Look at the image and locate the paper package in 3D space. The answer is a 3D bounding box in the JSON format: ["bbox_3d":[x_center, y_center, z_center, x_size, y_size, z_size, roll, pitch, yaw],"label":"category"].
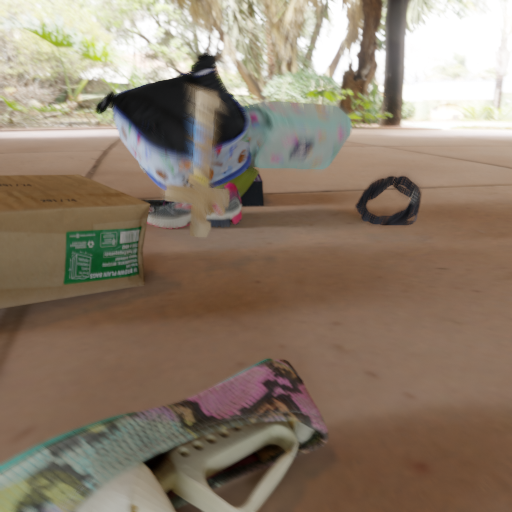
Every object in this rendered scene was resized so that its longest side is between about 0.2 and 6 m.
[{"bbox_3d":[-3.319,-0.332,8.313,2.631,1.361,2.508,-8,23,-44],"label":"paper package"}]

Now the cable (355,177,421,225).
[{"bbox_3d":[2.632,-1.110,11.262,1.276,1.041,0.324,1,-13,22],"label":"cable"}]

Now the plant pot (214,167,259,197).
[{"bbox_3d":[-0.807,-1.650,13.172,1.280,1.368,1.280,27,14,-7],"label":"plant pot"}]

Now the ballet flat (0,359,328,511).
[{"bbox_3d":[-0.524,1.486,3.820,2.736,0.946,0.974,-13,41,-39],"label":"ballet flat"}]

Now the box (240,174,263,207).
[{"bbox_3d":[-0.512,-1.845,15.287,1.301,0.727,1.843,-4,17,-3],"label":"box"}]

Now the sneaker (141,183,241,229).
[{"bbox_3d":[-1.492,-1.169,12.351,2.329,0.870,0.939,-3,29,-2],"label":"sneaker"}]

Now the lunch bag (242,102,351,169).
[{"bbox_3d":[0.622,-2.694,12.496,2.132,1.526,2.503,-3,5,-28],"label":"lunch bag"}]

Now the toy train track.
[{"bbox_3d":[-0.798,-1.497,9.199,0.387,2.380,1.365,8,6,43],"label":"toy train track"}]

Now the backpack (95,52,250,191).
[{"bbox_3d":[-1.398,-2.417,11.320,2.729,2.102,2.599,-29,49,-14],"label":"backpack"}]
